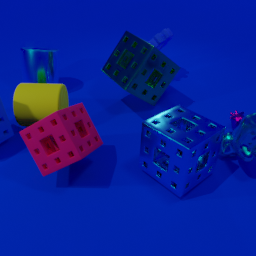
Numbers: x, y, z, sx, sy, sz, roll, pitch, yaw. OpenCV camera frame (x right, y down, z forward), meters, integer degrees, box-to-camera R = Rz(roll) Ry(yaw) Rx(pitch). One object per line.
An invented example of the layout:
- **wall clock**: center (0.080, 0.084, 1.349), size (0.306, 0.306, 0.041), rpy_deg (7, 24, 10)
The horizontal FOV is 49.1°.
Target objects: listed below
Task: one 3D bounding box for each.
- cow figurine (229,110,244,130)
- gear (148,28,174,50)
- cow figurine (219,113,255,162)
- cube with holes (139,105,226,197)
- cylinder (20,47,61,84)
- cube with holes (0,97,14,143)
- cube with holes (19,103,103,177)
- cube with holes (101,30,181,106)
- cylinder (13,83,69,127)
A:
- **cow figurine**: center (3.146, -0.139, 7.217), size (0.551, 1.003, 0.987), rpy_deg (-21, 74, -27)
- **gear**: center (0.859, -2.782, 9.730), size (0.298, 1.610, 1.610), rpy_deg (51, 49, -2)
- **cow figurine**: center (2.545, 0.176, 6.258), size (0.756, 1.378, 1.356), rpy_deg (0, 33, -18)
- **cube with holes**: center (1.105, 0.430, 5.985), size (1.206, 1.206, 1.206), rpy_deg (-24, 41, -36)
- **cylinder**: center (-2.808, -1.943, 9.040), size (1.209, 1.209, 1.209), rpy_deg (3, 19, -1)
- **cube with holes**: center (-3.653, -0.154, 6.673), size (1.087, 1.087, 1.087), rpy_deg (18, 40, 31)
- **cube with holes**: center (-1.370, 0.218, 5.948), size (1.032, 1.032, 1.032), rpy_deg (-25, 5, 23)
- **cube with holes**: center (0.359, -1.701, 8.081), size (1.340, 1.340, 1.340), rpy_deg (22, 17, -46)
- **cylinder**: center (-2.283, -0.609, 7.509), size (1.157, 1.157, 1.157), rpy_deg (1, 37, 0)
